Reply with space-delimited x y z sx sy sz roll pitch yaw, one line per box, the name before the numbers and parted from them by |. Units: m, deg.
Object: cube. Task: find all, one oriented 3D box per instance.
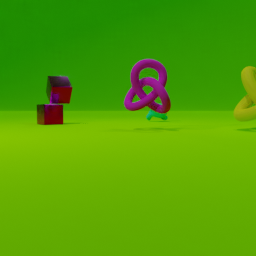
cube | -2.766 -0.482 9.933 0.711 0.711 0.711 -3 5 -39
cube | -2.520 -1.389 10.222 0.745 0.745 0.745 -4 42 -28

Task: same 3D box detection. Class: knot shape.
knot shape | 3.719 -0.792 7.033 1.826 1.951 0.902 11 -36 24
knot shape | 0.570 -0.894 7.060 1.335 1.426 0.659 44 28 24

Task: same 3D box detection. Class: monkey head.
monkey head | 1.267 -0.639 12.216 0.748 0.893 1.241 29 -8 34
